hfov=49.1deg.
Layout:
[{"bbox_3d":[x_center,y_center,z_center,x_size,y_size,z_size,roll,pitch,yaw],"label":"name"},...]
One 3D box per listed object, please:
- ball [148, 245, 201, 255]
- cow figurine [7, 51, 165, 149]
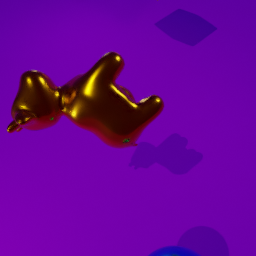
[{"bbox_3d":[0.611,2.086,3.523,1.123,1.123,1.123,0,55,0],"label":"ball"},{"bbox_3d":[-0.565,-0.213,3.555,1.597,0.891,1.623,-45,96,-4],"label":"cow figurine"}]
